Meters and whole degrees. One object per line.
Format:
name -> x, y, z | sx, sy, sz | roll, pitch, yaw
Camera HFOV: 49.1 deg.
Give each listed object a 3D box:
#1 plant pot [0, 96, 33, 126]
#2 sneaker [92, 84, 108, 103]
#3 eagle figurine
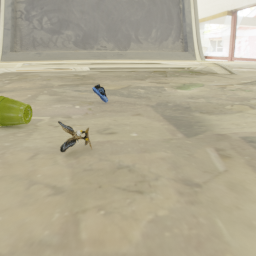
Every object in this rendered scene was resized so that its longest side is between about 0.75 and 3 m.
plant pot -> -3.623, -0.484, 8.920 | 0.955, 0.992, 0.992 | 7, 18, 8
sneaker -> -1.168, -1.603, 12.715 | 0.430, 0.387, 1.105 | -36, 62, -15
eagle figurine -> -1.350, 0.187, 6.874 | 0.905, 0.683, 0.687 | -3, 37, -37
